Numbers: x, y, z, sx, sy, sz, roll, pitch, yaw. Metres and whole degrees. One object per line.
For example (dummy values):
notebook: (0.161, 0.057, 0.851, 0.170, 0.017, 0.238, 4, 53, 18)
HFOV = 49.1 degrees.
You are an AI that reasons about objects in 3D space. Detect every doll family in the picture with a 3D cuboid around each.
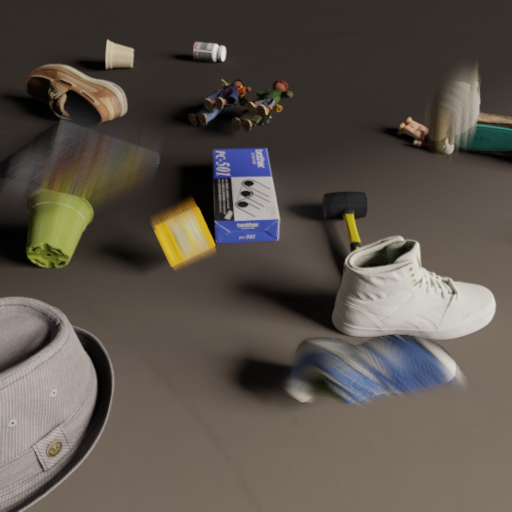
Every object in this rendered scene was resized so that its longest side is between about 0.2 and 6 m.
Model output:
doll family: (-0.359, -3.525, 12.866, 2.593, 1.018, 1.499, 17, 48, 23)

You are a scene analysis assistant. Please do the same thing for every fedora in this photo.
fedora: (-3.240, 1.582, 6.609, 3.096, 1.398, 2.738, -30, 49, -31)

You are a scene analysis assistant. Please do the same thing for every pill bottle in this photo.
pill bottle: (-1.321, -5.723, 15.763, 0.842, 0.488, 0.488, 10, 42, 10)

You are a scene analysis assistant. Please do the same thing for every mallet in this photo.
mallet: (1.546, -0.254, 9.514, 0.806, 0.504, 2.449, 3, 45, 3)

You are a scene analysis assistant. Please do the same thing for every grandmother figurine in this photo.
grandmother figurine: (3.782, -2.608, 12.281, 0.778, 0.388, 1.283, -45, 56, -6)

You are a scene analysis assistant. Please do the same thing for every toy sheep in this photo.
toy sheep: (2.766, -2.045, 7.852, 0.756, 0.756, 1.097, 28, 72, 28)

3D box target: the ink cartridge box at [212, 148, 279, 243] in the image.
ink cartridge box: (-0.247, -1.198, 10.489, 1.118, 0.526, 2.379, -3, 41, -4)

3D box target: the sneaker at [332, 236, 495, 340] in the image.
sneaker: (2.373, 0.420, 7.956, 2.451, 1.417, 0.903, -4, 39, -7)

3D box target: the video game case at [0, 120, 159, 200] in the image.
video game case: (-2.409, -1.234, 7.568, 1.633, 1.475, 0.208, -18, 71, 38)

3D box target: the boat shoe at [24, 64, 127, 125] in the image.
boat shoe: (-4.388, -3.744, 13.089, 2.772, 1.049, 0.995, 16, 45, 20)

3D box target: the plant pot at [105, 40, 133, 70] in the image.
plant pot: (-3.733, -5.458, 15.340, 0.706, 0.771, 0.771, 4, 40, -12)

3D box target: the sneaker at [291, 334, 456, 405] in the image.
sneaker: (1.369, 1.474, 6.834, 2.055, 0.778, 0.792, -10, 30, 30)

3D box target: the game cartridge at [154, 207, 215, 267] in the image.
game cartridge: (-1.134, -0.300, 8.824, 0.786, 0.693, 0.127, -27, 13, -14)

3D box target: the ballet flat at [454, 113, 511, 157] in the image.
ballet flat: (5.654, -2.506, 11.710, 2.923, 0.995, 0.983, 20, 39, 20)

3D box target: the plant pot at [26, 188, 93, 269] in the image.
plant pot: (-3.345, -0.386, 9.298, 1.102, 1.102, 1.046, -1, 53, -1)
